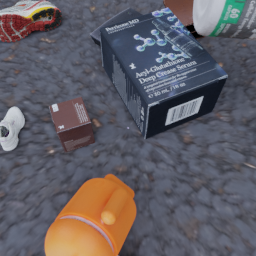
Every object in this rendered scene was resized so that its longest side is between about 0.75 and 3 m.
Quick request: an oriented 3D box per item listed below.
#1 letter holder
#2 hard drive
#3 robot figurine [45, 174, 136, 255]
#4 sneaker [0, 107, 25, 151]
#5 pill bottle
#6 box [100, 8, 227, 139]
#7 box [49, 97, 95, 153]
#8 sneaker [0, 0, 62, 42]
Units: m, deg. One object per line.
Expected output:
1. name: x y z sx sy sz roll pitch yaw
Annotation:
1. letter holder: 1.733 -3.444 8.794 0.996 0.705 1.401 -18 59 -9
2. hard drive: -0.144 -2.968 8.667 1.223 0.384 1.813 37 65 21
3. robot figurine: -0.618 1.750 4.960 1.527 1.238 2.123 -8 22 26
4. sneaker: -2.807 -0.080 6.719 0.447 0.595 1.194 -5 56 0
5. pill bottle: 2.637 -2.271 4.788 2.728 1.543 1.543 3 58 -2
6. box: 0.737 -1.441 7.070 2.008 1.449 2.706 -22 60 -13
7. box: -1.274 -0.061 6.498 0.775 0.943 0.783 -17 60 -11
8. sneaker: -3.324 -3.387 8.724 2.372 0.923 0.974 -20 55 -23
